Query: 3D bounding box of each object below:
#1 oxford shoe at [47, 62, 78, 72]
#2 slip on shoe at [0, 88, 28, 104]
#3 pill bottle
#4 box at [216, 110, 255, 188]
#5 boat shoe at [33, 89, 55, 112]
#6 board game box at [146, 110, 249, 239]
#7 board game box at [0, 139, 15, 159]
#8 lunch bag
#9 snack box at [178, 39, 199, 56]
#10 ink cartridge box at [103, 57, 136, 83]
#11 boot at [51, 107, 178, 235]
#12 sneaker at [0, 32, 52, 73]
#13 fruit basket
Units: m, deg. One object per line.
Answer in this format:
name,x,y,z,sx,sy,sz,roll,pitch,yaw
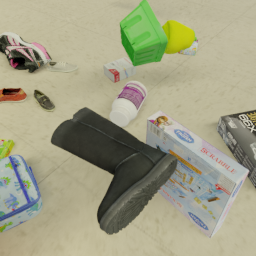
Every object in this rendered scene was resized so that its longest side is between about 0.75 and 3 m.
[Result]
oxford shoe,-2.865,-2.698,12.222,1.339,0.387,0.503,1,42,-2
slip on shoe,-4.784,-1.275,10.682,1.791,0.548,0.664,-1,47,1
pill bottle,-0.006,-0.855,9.970,0.954,0.954,1.700,16,47,15
box,4.376,0.544,8.753,2.124,0.670,2.693,-10,46,-9
boat shoe,-3.201,-1.050,10.547,0.443,0.408,1.241,-34,54,-29
board game box,1.419,1.166,6.889,0.506,2.453,2.459,-32,54,-28
board game box,-4.039,0.791,8.827,0.510,0.239,1.005,4,45,4
lunch bag,-3.253,1.680,7.570,1.558,0.799,1.938,-21,49,-23
snack box,2.927,-3.947,13.514,0.824,0.307,1.159,12,46,11
ink cartridge box,-0.336,-2.485,11.931,1.153,0.477,0.840,-26,51,-24
boot,-0.634,0.643,5.602,2.574,0.845,2.122,30,40,26
sneaker,-4.915,-3.274,12.299,2.980,1.197,1.287,20,58,26
fruit basket,0.976,-3.019,9.041,2.351,2.351,1.696,-26,87,-24
